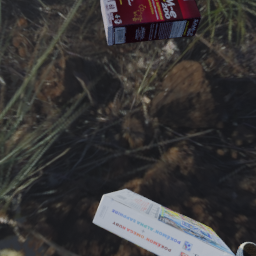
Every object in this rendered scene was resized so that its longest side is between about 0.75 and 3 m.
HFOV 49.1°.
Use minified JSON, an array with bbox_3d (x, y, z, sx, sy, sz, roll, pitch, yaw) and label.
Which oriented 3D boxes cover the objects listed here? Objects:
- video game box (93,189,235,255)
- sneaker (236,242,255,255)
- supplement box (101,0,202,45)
[{"bbox_3d":[0.630,1.784,5.096,2.083,2.287,0.535,20,83,11],"label":"video game box"},{"bbox_3d":[2.486,3.174,5.796,0.537,0.624,1.474,10,65,7],"label":"sneaker"},{"bbox_3d":[0.529,-2.902,7.100,2.303,0.701,1.253,-9,67,-7],"label":"supplement box"}]
